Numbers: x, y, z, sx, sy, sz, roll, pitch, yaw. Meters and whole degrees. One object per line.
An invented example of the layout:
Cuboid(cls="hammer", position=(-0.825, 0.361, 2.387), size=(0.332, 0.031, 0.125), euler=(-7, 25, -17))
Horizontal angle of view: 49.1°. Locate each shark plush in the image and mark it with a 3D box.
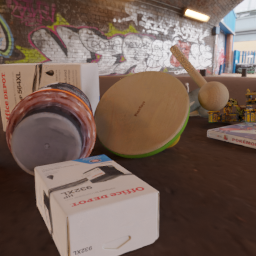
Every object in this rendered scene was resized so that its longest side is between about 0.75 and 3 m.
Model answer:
Cuboid(cls="shark plush", position=(2.038, -1.100, 10.729), size=(2.921, 1.217, 1.327), euler=(1, 13, 6))

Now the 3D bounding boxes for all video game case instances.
Cuboid(cls="video game case", position=(3.496, 0.173, 7.355), size=(2.088, 0.240, 1.902), euler=(-10, 16, -36))

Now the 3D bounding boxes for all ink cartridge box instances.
Cuboid(cls="ink cartridge box", position=(-2.214, -0.828, 7.875), size=(2.671, 1.950, 1.126), euler=(3, 15, 18))
Cuboid(cls="ink cartridge box", position=(-0.450, 0.874, 3.412), size=(1.057, 0.610, 1.457), euler=(-7, 15, -28))

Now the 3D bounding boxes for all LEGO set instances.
Cuboid(cls="LEGO set", position=(3.424, -0.717, 8.735), size=(1.406, 1.059, 1.828), euler=(-2, 2, -33))

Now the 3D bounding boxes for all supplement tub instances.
Cuboid(cls="supplement tub", position=(-1.407, -0.058, 5.470), size=(1.546, 1.546, 2.891), euler=(-2, 13, -9))

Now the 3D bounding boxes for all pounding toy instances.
Cuboid(cls="pounding toy", position=(0.698, -0.282, 6.600), size=(2.844, 1.320, 2.195), euler=(-36, 52, -2))

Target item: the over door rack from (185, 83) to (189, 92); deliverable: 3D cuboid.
Cuboid(cls="over door rack", position=(2.284, -2.000, 14.379), size=(2.507, 0.835, 1.852), euler=(27, 24, 28))
